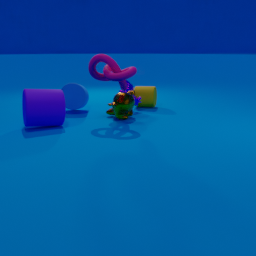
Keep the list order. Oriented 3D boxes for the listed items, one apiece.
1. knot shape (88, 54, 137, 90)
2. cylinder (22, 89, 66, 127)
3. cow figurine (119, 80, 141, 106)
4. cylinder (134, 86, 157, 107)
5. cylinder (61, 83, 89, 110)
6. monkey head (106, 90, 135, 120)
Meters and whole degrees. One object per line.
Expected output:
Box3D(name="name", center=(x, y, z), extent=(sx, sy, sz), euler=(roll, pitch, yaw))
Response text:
Box3D(name="knot shape", center=(-0.370, -1.710, 8.745), extent=(1.535, 0.709, 1.436), euler=(23, -3, -41))
Box3D(name="cylinder", center=(-2.653, -0.637, 8.784), extent=(1.153, 1.153, 1.153), euler=(-3, 16, -26))
Box3D(name="cow figurine", center=(0.114, -1.351, 11.028), extent=(0.930, 0.519, 0.945), euler=(33, 37, -21))
Box3D(name="cylinder", center=(0.719, -1.303, 11.620), extent=(0.846, 0.846, 0.846), euler=(3, 17, 15))
Box3D(name="cylinder", center=(-2.063, -1.216, 10.824), extent=(0.997, 0.997, 0.997), euler=(0, 6, -1))
Box3D(name="monkey head", center=(-0.313, -0.827, 9.923), extent=(1.094, 0.917, 1.521), euler=(8, 28, 31))
